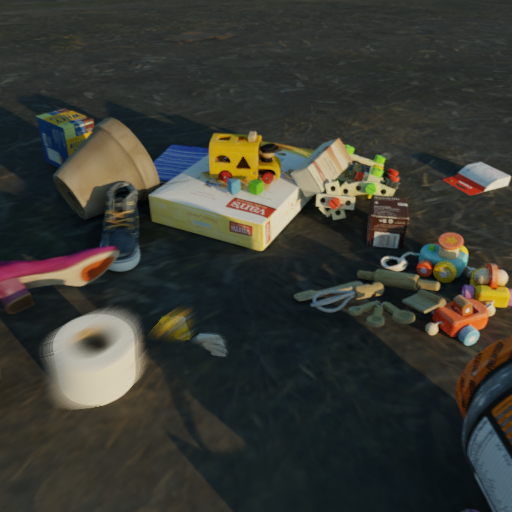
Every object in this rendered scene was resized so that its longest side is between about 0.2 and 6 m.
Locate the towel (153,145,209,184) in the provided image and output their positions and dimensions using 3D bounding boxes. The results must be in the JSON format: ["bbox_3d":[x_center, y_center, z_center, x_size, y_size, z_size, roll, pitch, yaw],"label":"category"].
[{"bbox_3d":[-1.718,-2.110,12.788,1.351,0.222,1.865,8,34,14],"label":"towel"}]

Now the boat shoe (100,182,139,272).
[{"bbox_3d":[-2.380,-0.554,9.713,0.674,0.865,1.906,-1,33,-11],"label":"boat shoe"}]

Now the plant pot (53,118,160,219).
[{"bbox_3d":[-2.976,-1.541,10.790,1.502,1.731,1.731,-40,48,-24],"label":"plant pot"}]

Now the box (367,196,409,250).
[{"bbox_3d":[2.347,-0.605,10.047,0.656,0.650,0.791,5,33,8],"label":"box"}]

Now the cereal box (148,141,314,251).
[{"bbox_3d":[-0.201,-1.407,11.256,2.424,0.666,3.370,15,36,22],"label":"cereal box"}]

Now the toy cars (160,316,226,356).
[{"bbox_3d":[-0.788,0.997,7.264,1.005,0.451,0.223,27,57,-14],"label":"toy cars"}]

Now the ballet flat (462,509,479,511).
[{"bbox_3d":[1.796,2.812,4.729,0.641,0.660,1.854,19,37,26],"label":"ballet flat"}]

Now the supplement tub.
[{"bbox_3d":[2.978,2.083,4.829,1.777,1.777,2.900,-3,33,-5],"label":"supplement tub"}]

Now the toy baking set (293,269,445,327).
[{"bbox_3d":[1.679,0.543,8.332,2.089,0.243,1.603,11,24,39],"label":"toy baking set"}]

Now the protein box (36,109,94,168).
[{"bbox_3d":[-4.256,-2.606,12.714,1.131,1.123,0.763,26,41,34],"label":"protein box"}]

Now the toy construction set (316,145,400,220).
[{"bbox_3d":[1.972,-1.476,10.896,1.479,1.039,2.255,23,36,5],"label":"toy construction set"}]

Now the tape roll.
[{"bbox_3d":[-2.006,1.283,7.007,0.962,0.660,0.962,4,36,-3],"label":"tape roll"}]

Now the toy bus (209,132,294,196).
[{"bbox_3d":[-0.122,-1.914,10.643,1.631,0.843,1.539,-25,41,-32],"label":"toy bus"}]

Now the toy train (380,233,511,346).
[{"bbox_3d":[2.991,0.331,8.606,1.720,0.637,2.290,-10,35,-15],"label":"toy train"}]

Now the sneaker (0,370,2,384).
[{"bbox_3d":[-3.784,1.458,6.862,2.008,1.117,0.771,-9,53,53],"label":"sneaker"}]

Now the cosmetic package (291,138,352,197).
[{"bbox_3d":[1.260,-1.685,10.654,1.117,0.577,0.487,-47,21,-31],"label":"cosmetic package"}]

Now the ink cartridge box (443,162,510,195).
[{"bbox_3d":[4.756,-1.684,12.099,1.081,0.308,0.878,-11,34,-24],"label":"ink cartridge box"}]

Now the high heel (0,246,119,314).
[{"bbox_3d":[-3.097,0.089,8.502,1.921,0.648,0.924,-26,62,-35],"label":"high heel"}]
